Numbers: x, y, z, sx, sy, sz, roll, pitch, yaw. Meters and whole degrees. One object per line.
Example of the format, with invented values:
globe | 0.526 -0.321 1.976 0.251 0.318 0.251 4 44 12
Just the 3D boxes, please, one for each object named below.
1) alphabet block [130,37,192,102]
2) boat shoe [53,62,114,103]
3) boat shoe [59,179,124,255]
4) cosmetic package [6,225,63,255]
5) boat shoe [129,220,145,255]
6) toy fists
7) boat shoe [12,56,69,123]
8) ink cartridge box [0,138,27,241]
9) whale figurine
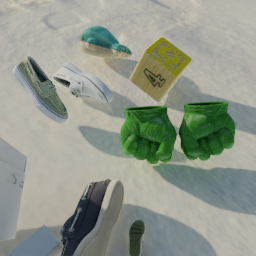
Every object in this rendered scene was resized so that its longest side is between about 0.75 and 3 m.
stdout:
alphabet block | 1.074 -1.941 9.336 1.332 1.357 1.325 37 49 4
boat shoe | -1.577 -1.367 9.516 0.878 0.967 2.628 -43 50 -16
boat shoe | -0.920 2.201 5.758 0.872 1.011 2.782 2 40 23
cosmetic package | -1.948 2.612 5.360 0.565 0.717 1.333 36 52 24
boat shoe | 0.165 2.373 5.889 0.335 0.307 0.896 7 36 9
toy fists | 1.252 0.175 7.126 2.913 1.485 1.002 -5 12 2
boat shoe | -2.527 -1.138 8.334 2.266 0.703 0.816 48 22 0
ink cartridge box | -3.608 1.212 5.487 2.606 1.894 1.885 2 73 -2
whale figurine | -0.838 -3.262 10.722 2.212 1.148 1.760 23 16 38
